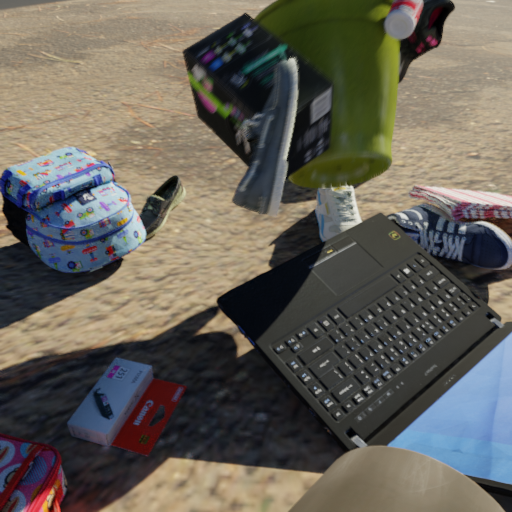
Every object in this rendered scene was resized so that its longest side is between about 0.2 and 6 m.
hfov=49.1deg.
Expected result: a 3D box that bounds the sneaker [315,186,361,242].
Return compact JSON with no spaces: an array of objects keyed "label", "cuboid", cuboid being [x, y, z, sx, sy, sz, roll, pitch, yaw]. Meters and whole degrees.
[{"label":"sneaker","cuboid":[1.709,-0.911,11.601,0.875,0.924,2.287,-4,34,-9]}]

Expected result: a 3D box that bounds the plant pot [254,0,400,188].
[{"label":"plant pot","cuboid":[1.286,-2.672,9.770,2.756,2.653,2.756,-5,-9,-1]}]

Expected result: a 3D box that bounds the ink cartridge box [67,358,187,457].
[{"label":"ink cartridge box","cuboid":[-1.731,2.033,7.700,1.136,0.285,1.309,9,34,15]}]

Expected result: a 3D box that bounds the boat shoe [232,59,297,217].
[{"label":"boat shoe","cuboid":[0.114,-1.416,6.501,0.584,1.890,0.688,8,-7,0]}]

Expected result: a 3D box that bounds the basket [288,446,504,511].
[{"label":"basket","cuboid":[0.655,3.288,4.058,3.105,2.342,3.444,17,33,28]}]

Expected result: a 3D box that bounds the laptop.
[{"label":"laptop","cuboid":[2.464,0.737,7.667,3.963,2.309,4.472,-26,61,-34]}]

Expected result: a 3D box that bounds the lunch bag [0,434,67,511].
[{"label":"lunch bag","cuboid":[-2.943,2.877,6.052,1.636,0.761,1.857,11,35,8]}]

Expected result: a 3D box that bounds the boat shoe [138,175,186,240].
[{"label":"boat shoe","cuboid":[-2.111,-1.066,11.875,0.618,0.568,1.728,17,52,24]}]

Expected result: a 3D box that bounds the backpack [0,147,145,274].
[{"label":"backpack","cuboid":[-3.451,-0.836,10.851,2.246,1.655,2.460,-28,45,-34]}]

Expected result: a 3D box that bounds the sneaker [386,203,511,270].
[{"label":"sneaker","cuboid":[3.490,-0.276,10.635,1.357,0.877,2.501,-14,29,-28]}]

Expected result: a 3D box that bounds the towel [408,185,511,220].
[{"label":"towel","cuboid":[4.750,-1.054,11.728,2.577,0.386,1.886,4,17,-14]}]

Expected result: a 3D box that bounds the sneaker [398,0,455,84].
[{"label":"sneaker","cuboid":[3.285,-4.429,11.458,0.769,2.005,0.840,12,26,-39]}]

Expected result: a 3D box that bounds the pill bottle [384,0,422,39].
[{"label":"pill bottle","cuboid":[2.358,-3.871,8.878,0.470,0.470,0.837,14,59,20]}]

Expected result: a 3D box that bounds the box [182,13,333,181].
[{"label":"box","cuboid":[0.038,-2.211,8.008,1.176,1.405,1.891,-37,65,-14]}]
